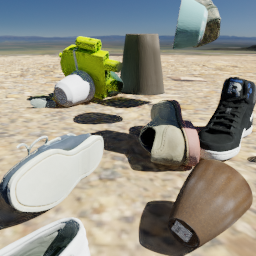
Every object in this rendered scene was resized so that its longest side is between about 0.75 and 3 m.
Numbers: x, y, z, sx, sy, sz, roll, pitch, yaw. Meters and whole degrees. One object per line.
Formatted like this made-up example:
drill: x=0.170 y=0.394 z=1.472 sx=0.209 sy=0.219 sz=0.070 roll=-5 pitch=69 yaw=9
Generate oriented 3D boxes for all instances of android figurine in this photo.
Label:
android figurine: x=-1.537 y=-2.301 z=11.055 sx=2.847 sy=2.592 sz=0.585 roll=16 pitch=46 yaw=23

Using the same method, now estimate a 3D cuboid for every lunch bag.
lunch bag: x=2.492 y=-3.757 z=9.702 sx=1.094 sy=1.317 sz=1.571 roll=-17 pitch=-15 yaw=14

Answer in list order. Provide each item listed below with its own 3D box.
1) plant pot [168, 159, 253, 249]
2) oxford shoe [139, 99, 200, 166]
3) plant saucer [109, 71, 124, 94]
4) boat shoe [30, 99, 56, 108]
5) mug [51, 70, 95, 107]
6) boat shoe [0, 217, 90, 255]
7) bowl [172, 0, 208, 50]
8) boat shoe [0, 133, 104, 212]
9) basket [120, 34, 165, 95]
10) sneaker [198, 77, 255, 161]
plant pot: x=1.024 y=1.100 z=3.835 sx=0.955 sy=0.955 sz=1.022 roll=17 pitch=39 yaw=41
oxford shoe: x=0.778 y=-0.040 z=6.781 sx=1.097 sy=1.051 sz=2.971 roll=-4 pitch=19 yaw=-4
plant saucer: x=-1.300 y=-2.163 z=12.160 sx=2.381 sy=2.381 sz=0.428 roll=17 pitch=69 yaw=41
boat shoe: x=-3.162 y=-0.927 z=10.468 sx=0.927 sy=0.350 sz=0.280 roll=7 pitch=17 yaw=-17
mug: x=-2.198 y=-1.323 z=10.791 sx=1.257 sy=1.570 sz=1.289 roll=39 pitch=41 yaw=11
boat shoe: x=-1.477 y=1.598 z=2.043 sx=1.079 sy=0.980 sz=2.935 roll=13 pitch=23 yaw=34
bowl: x=1.718 y=-2.820 z=7.668 sx=0.748 sy=1.430 sz=1.430 roll=11 pitch=20 yaw=7
boat shoe: x=-1.309 y=0.608 z=4.951 sx=0.813 sy=0.984 sz=2.629 roll=8 pitch=19 yaw=19
basket: x=0.601 y=-2.984 z=12.923 sx=2.349 sy=2.605 sz=1.772 roll=10 pitch=21 yaw=28
sneaker: x=2.409 y=-0.402 z=6.875 sx=1.064 sy=1.629 sz=2.912 roll=12 pitch=22 yaw=32
